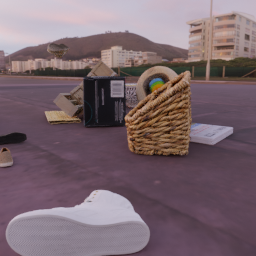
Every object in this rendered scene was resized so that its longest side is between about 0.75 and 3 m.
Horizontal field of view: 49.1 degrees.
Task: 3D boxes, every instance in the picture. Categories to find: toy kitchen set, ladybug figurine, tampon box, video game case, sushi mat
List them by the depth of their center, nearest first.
[{"bbox_3d":[1.883,0.084,9.141,2.507,0.226,1.795,9,16,36],"label":"video game case"},{"bbox_3d":[-0.978,-1.153,11.188,1.536,1.824,2.433,-1,11,-7],"label":"tampon box"},{"bbox_3d":[1.376,-1.461,11.906,1.982,1.050,2.919,-21,50,13],"label":"ladybug figurine"},{"bbox_3d":[-2.887,-0.496,12.191,1.302,0.165,2.721,-3,12,-19],"label":"sushi mat"},{"bbox_3d":[-1.379,-1.423,12.277,2.028,2.486,2.243,42,9,0],"label":"toy kitchen set"}]

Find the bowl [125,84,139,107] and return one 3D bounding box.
[{"bbox_3d":[0.571,-1.891,16.207,2.773,1.301,2.773,0,10,0],"label":"bowl"}]

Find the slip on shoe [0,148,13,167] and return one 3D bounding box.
[{"bbox_3d":[-2.747,0.650,6.280,0.315,0.251,0.829,-4,12,-20],"label":"slip on shoe"}]

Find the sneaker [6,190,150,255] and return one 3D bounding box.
[{"bbox_3d":[-0.593,1.118,3.372,1.523,0.561,0.880,7,8,-15],"label":"sneaker"}]

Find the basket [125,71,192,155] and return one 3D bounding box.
[{"bbox_3d":[0.814,-0.531,7.595,1.755,1.832,2.459,0,18,15],"label":"basket"}]

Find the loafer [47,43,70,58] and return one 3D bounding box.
[{"bbox_3d":[-2.523,-2.775,10.161,0.491,0.443,1.297,30,21,5],"label":"loafer"}]

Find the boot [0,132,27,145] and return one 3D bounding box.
[{"bbox_3d":[-3.398,0.260,8.146,0.839,0.325,0.580,-3,7,-21],"label":"boot"}]
